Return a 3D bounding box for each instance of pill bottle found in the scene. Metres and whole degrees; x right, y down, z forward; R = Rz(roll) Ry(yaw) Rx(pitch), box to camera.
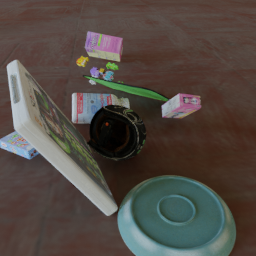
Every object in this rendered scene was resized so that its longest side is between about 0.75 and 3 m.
[{"bbox_3d":[-0.817,-0.568,8.240,1.629,0.886,0.886,0,32,-12],"label":"pill bottle"}]

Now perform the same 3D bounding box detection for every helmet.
[{"bbox_3d":[-0.274,0.106,6.778,1.441,1.441,1.374,2,6,3],"label":"helmet"}]

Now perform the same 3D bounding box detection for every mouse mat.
[{"bbox_3d":[0.089,-1.238,9.020,2.612,0.098,2.102,18,3,26],"label":"mouse mat"}]

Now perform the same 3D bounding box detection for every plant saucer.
[{"bbox_3d":[0.925,1.633,5.384,2.250,0.308,2.250,0,32,0],"label":"plant saucer"}]

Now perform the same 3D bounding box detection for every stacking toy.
[{"bbox_3d":[-0.905,-1.876,9.800,1.591,1.199,0.374,18,71,23],"label":"stacking toy"}]

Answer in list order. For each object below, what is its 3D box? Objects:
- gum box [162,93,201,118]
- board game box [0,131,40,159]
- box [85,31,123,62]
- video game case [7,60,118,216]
[{"bbox_3d":[1.475,-0.600,7.811,0.637,0.371,1.123,3,-14,-19],"label":"gum box"},{"bbox_3d":[-2.340,0.208,7.198,1.098,0.266,1.452,14,34,29],"label":"board game box"},{"bbox_3d":[-1.022,-3.574,12.401,1.509,0.729,1.327,10,0,0],"label":"box"},{"bbox_3d":[-1.304,0.167,5.559,0.318,2.727,2.479,-34,40,-1],"label":"video game case"}]
